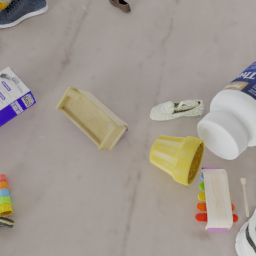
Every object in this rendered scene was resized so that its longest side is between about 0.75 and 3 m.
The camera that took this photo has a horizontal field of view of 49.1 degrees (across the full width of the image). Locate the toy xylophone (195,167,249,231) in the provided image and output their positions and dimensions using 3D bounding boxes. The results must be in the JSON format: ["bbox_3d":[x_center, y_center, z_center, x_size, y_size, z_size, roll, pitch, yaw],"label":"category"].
[{"bbox_3d":[1.993,1.488,5.965,1.028,0.353,1.404,8,67,4],"label":"toy xylophone"}]

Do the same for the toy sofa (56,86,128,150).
[{"bbox_3d":[-0.853,-0.240,6.791,1.688,0.824,0.699,41,105,19],"label":"toy sofa"}]

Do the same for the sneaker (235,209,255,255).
[{"bbox_3d":[3.028,1.606,5.629,0.886,0.962,2.404,28,64,14],"label":"sneaker"}]

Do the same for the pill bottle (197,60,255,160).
[{"bbox_3d":[2.869,-0.522,6.462,2.646,1.468,1.468,-39,69,-18],"label":"pill bottle"}]

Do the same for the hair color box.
[{"bbox_3d":[-3.417,-0.565,6.972,1.916,0.621,1.047,-39,68,-16],"label":"hair color box"}]

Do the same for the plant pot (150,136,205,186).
[{"bbox_3d":[1.055,0.621,6.183,0.975,1.037,1.037,17,62,27],"label":"plant pot"}]

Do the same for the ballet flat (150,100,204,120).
[{"bbox_3d":[1.236,-0.520,7.037,1.400,0.502,0.502,-8,62,-3],"label":"ballet flat"}]

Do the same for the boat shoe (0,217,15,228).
[{"bbox_3d":[-2.837,1.980,5.801,0.978,0.358,0.317,8,73,8],"label":"boat shoe"}]

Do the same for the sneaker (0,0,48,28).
[{"bbox_3d":[-3.381,-3.825,8.330,1.783,1.288,0.678,-31,68,-14],"label":"sneaker"}]

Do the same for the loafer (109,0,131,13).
[{"bbox_3d":[-0.257,-4.056,8.979,0.906,0.322,0.331,38,68,18],"label":"loafer"}]

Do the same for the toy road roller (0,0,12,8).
[{"bbox_3d":[-4.252,-4.703,8.895,1.875,1.152,1.369,12,51,7],"label":"toy road roller"}]

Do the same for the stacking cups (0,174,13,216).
[{"bbox_3d":[-2.703,1.446,6.134,0.270,0.270,0.893,-16,59,-8],"label":"stacking cups"}]
